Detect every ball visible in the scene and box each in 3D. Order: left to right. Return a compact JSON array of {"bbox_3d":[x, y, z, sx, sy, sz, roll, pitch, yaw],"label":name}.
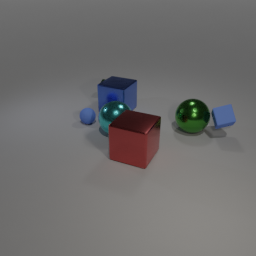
[{"bbox_3d":[-1.752,-0.530,12.172,0.700,0.700,0.700,0,29,0],"label":"ball"},{"bbox_3d":[-0.487,-0.395,11.247,1.400,1.400,1.400,0,29,0],"label":"ball"},{"bbox_3d":[2.615,-0.491,11.366,1.400,1.400,1.400,0,29,0],"label":"ball"}]

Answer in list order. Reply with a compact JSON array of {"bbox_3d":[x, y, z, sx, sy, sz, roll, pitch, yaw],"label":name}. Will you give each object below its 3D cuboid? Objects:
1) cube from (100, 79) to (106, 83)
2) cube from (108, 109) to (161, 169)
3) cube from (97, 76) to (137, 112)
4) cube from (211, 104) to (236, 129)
[{"bbox_3d":[-1.123,-2.089,14.870,0.700,0.700,0.700,11,39,8],"label":"cube"},{"bbox_3d":[0.253,0.346,9.863,1.400,1.400,1.400,13,31,21],"label":"cube"},{"bbox_3d":[-0.482,-1.514,13.251,1.400,1.400,1.400,13,31,23],"label":"cube"},{"bbox_3d":[3.676,-0.430,10.810,0.700,0.700,0.700,-13,-14,9],"label":"cube"}]
